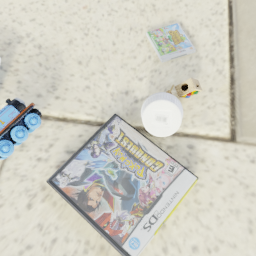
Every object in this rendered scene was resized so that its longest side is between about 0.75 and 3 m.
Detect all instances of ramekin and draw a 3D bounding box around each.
[{"bbox_3d":[0.902,-0.325,7.439,1.154,1.154,0.562,7,22,4],"label":"ramekin"}]

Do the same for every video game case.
[{"bbox_3d":[1.409,-2.857,9.308,1.217,0.147,1.337,-19,64,-9],"label":"video game case"},{"bbox_3d":[-0.137,1.346,7.087,2.866,0.365,2.590,38,71,17],"label":"video game case"}]

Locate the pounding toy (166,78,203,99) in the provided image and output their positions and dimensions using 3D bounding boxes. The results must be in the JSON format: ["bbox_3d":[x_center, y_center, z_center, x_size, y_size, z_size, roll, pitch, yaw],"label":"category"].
[{"bbox_3d":[1.552,-1.045,8.058,0.907,0.797,0.415,-26,77,32],"label":"pounding toy"}]

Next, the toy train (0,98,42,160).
[{"bbox_3d":[-3.122,-0.007,7.275,1.081,0.820,1.892,46,58,-15],"label":"toy train"}]
